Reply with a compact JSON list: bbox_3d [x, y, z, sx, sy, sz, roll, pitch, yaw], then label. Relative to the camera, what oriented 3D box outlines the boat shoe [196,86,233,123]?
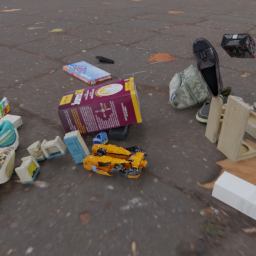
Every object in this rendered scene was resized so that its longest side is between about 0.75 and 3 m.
[{"bbox_3d":[3.738,-1.075,11.938,0.946,0.870,2.648,24,40,33],"label":"boat shoe"}]

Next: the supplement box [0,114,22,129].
[{"bbox_3d":[-4.689,-0.105,10.878,0.630,0.368,1.000,9,33,14],"label":"supplement box"}]

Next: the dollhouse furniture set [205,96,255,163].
[{"bbox_3d":[4.237,-0.509,9.949,2.501,2.038,2.378,-11,34,-17],"label":"dollhouse furniture set"}]

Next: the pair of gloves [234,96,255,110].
[{"bbox_3d":[5.072,-0.889,11.709,1.527,0.268,1.298,24,2,26],"label":"pair of gloves"}]

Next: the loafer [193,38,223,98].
[{"bbox_3d":[2.614,-1.906,8.998,0.717,1.995,0.628,-17,22,24],"label":"loafer"}]

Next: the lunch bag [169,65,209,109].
[{"bbox_3d":[2.619,-1.781,12.659,1.589,1.320,1.895,-31,24,22],"label":"lunch bag"}]

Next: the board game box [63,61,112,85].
[{"bbox_3d":[-2.331,-3.138,15.764,1.451,0.274,2.818,-23,39,-34],"label":"board game box"}]

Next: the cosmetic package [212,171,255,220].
[{"bbox_3d":[3.066,1.811,7.682,1.285,0.545,0.691,26,42,36],"label":"cosmetic package"}]

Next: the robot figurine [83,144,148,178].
[{"bbox_3d":[-0.330,1.039,8.886,1.963,0.572,1.424,9,33,15],"label":"robot figurine"}]

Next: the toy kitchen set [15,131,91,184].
[{"bbox_3d":[-2.282,1.072,8.743,1.771,1.043,1.419,-15,30,14],"label":"toy kitchen set"}]

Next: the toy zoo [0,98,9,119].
[{"bbox_3d":[-5.249,-0.872,11.867,0.096,0.616,0.940,0,32,1],"label":"toy zoo"}]

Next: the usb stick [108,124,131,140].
[{"bbox_3d":[-0.194,-0.375,11.256,0.747,0.439,2.694,-2,32,11],"label":"usb stick"}]

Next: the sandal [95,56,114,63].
[{"bbox_3d":[-1.485,-4.202,17.497,1.248,0.299,0.469,19,34,7],"label":"sandal"}]

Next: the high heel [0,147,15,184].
[{"bbox_3d":[-4.377,1.320,8.115,1.699,0.851,2.384,6,41,-2],"label":"high heel"}]

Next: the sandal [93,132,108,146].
[{"bbox_3d":[-0.992,0.394,10.035,0.406,0.445,1.023,4,31,10],"label":"sandal"}]

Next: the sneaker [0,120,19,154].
[{"bbox_3d":[-5.226,0.402,9.346,2.910,1.159,1.128,-15,35,-21],"label":"sneaker"}]

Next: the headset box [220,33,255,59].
[{"bbox_3d":[4.479,-3.222,11.179,1.015,0.512,1.366,15,-2,42],"label":"headset box"}]

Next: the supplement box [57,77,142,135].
[{"bbox_3d":[-1.015,-0.802,10.602,2.864,1.227,1.580,-12,30,5],"label":"supplement box"}]
